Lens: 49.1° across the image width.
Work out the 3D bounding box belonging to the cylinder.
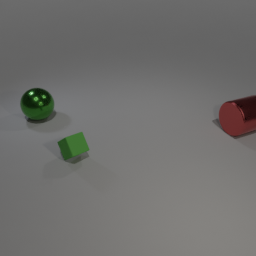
[{"bbox_3d":[4.628,-0.506,11.179,1.400,1.400,1.400,-14,35,-20],"label":"cylinder"}]

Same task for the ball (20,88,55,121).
[{"bbox_3d":[-3.867,-1.019,11.981,1.400,1.400,1.400,0,32,0],"label":"ball"}]

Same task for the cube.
[{"bbox_3d":[-1.890,0.624,9.692,0.700,0.700,0.700,-21,-2,-40],"label":"cube"}]
